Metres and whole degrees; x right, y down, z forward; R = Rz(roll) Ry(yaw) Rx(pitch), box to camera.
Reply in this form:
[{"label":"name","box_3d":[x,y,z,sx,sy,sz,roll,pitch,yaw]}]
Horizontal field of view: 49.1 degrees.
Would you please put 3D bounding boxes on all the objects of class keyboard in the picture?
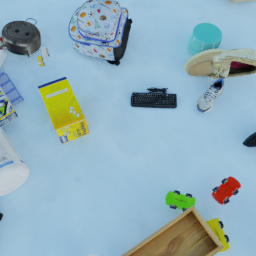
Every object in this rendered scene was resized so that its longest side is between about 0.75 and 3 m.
[{"label":"keyboard","box_3d":[0.867,-1.065,9.358,1.546,0.306,0.805,2,62,0]}]

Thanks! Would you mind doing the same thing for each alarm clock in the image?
[{"label":"alarm clock","box_3d":[-3.862,-3.504,10.367,1.338,0.660,1.983,15,53,-7]}]

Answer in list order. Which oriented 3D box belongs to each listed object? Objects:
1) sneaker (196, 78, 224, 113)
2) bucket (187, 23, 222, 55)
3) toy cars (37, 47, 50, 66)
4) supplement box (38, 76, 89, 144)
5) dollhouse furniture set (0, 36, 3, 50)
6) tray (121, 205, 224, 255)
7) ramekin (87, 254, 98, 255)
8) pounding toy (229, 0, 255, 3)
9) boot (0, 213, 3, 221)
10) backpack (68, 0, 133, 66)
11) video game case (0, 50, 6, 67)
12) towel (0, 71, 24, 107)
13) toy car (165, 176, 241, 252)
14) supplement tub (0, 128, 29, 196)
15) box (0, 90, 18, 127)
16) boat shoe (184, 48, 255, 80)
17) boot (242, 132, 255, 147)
[{"label":"sneaker","box_3d":[2.713,-1.116,9.205,0.550,0.608,1.427,32,67,16]},{"label":"bucket","box_3d":[2.812,-3.191,10.234,1.205,0.784,1.205,0,63,0]},{"label":"toy cars","box_3d":[-2.662,-2.197,8.737,0.336,0.750,0.166,35,40,-12]},{"label":"supplement box","box_3d":[-1.987,-0.554,8.701,0.952,0.946,1.738,-22,64,-12]},{"label":"dollhouse furniture set","box_3d":[-5.163,-3.352,10.419,1.480,0.602,0.796,25,64,13]},{"label":"tray","box_3d":[0.974,3.075,6.811,2.382,0.441,1.175,-33,67,-6]},{"label":"ramekin","box_3d":[-0.758,3.583,6.157,0.826,1.573,1.573,-24,64,-22]},{"label":"pounding toy","box_3d":[4.416,-6.019,11.648,1.868,1.328,1.720,-13,63,-19]},{"label":"boot","box_3d":[-4.161,2.513,7.273,1.211,0.547,1.478,24,57,10]},{"label":"backpack","box_3d":[-1.067,-3.489,9.994,2.061,1.667,2.164,6,64,15]},{"label":"video game case","box_3d":[-5.585,-1.815,9.557,2.171,0.274,2.382,2,56,7]},{"label":"towel","box_3d":[-4.729,-0.942,9.313,2.076,0.247,1.524,-33,68,-16]},{"label":"toy car","box_3d":[1.917,2.095,7.499,1.832,0.434,1.947,13,72,14]},{"label":"supplement tub","box_3d":[-3.721,0.845,7.795,1.220,1.220,1.849,-35,66,-17]},{"label":"box","box_3d":[-4.703,-0.089,8.401,2.550,0.820,0.893,-35,89,-18]},{"label":"boat shoe","box_3d":[3.220,-2.112,9.511,2.558,0.947,0.849,-9,54,-1]},{"label":"boot","box_3d":[4.299,0.565,8.327,1.388,0.530,1.166,-20,59,-18]}]
